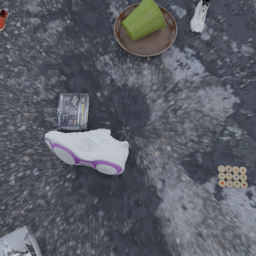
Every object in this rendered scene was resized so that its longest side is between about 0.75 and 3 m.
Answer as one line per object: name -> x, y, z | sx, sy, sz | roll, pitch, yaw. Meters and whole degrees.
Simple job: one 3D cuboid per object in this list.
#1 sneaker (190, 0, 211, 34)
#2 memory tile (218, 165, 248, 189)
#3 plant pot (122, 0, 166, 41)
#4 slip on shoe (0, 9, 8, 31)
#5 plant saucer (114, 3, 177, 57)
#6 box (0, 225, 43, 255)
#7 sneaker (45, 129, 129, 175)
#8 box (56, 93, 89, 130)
sneaker -> 2.773, -4.394, 10.735 | 0.541, 0.824, 1.433 | 13, 73, 4
memory tile -> 3.439, 1.602, 9.213 | 0.947, 0.080, 0.726 | 4, 72, 2
plant pot -> 0.498, -3.923, 10.378 | 1.262, 1.329, 1.329 | -35, 75, 3
slip on shoe -> -4.964, -4.219, 10.965 | 0.353, 0.291, 0.952 | 12, 74, 2
plant saucer -> 0.659, -3.699, 10.741 | 2.385, 0.411, 2.385 | 0, 72, -1
box -> -3.588, 4.138, 8.163 | 2.164, 0.523, 1.714 | -26, 74, -8
sneaker -> -1.314, 0.585, 9.217 | 2.807, 1.051, 1.398 | 18, 53, 7
box -> -1.921, -0.573, 9.781 | 1.028, 0.314, 1.298 | 1, 72, 0
